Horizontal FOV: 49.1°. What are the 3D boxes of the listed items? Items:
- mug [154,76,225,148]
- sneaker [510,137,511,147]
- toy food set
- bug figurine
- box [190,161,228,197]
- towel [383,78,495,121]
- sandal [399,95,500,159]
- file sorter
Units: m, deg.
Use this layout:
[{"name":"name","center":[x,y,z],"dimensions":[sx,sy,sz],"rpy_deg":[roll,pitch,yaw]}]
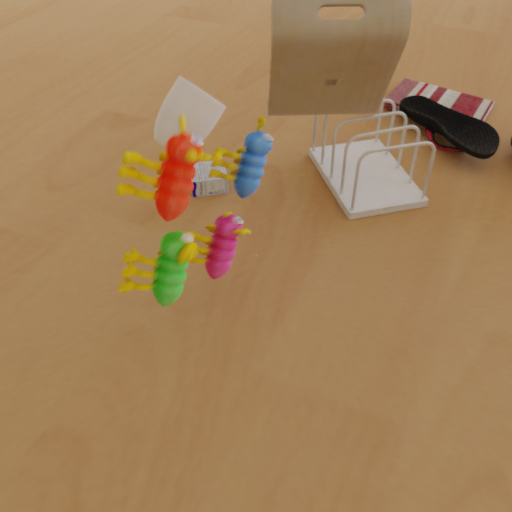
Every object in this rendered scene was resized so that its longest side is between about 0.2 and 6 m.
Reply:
[{"name":"mug","center":[-0.859,-1.596,6.442],"dimensions":[0.626,0.743,0.847],"rpy_deg":[25,13,-43]},{"name":"sneaker","center":[5.073,-1.879,10.045],"dimensions":[0.951,0.688,1.947],"rpy_deg":[12,42,12]},{"name":"toy food set","center":[1.065,-2.863,8.213],"dimensions":[1.778,2.477,0.748],"rpy_deg":[-1,74,0]},{"name":"bug figurine","center":[-0.563,-0.555,6.514],"dimensions":[0.711,2.142,2.762],"rpy_deg":[23,21,17]},{"name":"box","center":[-0.834,-1.346,9.721],"dimensions":[0.634,0.333,0.583],"rpy_deg":[-7,44,-8]},{"name":"towel","center":[3.860,-3.207,11.851],"dimensions":[2.022,0.230,1.456],"rpy_deg":[23,45,20]},{"name":"sandal","center":[3.678,-2.406,10.761],"dimensions":[0.919,0.551,2.446],"rpy_deg":[-18,41,-19]},{"name":"file sorter","center":[1.921,-1.819,9.552],"dimensions":[1.422,1.276,2.049],"rpy_deg":[-11,44,-11]}]
